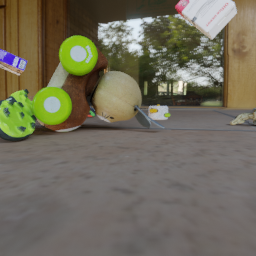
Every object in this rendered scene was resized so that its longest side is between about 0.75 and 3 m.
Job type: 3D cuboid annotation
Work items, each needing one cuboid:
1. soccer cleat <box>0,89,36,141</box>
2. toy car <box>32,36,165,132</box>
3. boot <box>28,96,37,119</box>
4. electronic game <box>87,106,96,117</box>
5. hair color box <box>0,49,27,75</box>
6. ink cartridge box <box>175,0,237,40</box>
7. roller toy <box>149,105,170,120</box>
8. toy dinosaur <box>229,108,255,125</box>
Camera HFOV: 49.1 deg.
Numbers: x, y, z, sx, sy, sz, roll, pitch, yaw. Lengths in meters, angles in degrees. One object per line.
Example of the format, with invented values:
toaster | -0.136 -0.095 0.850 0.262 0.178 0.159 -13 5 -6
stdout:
soccer cleat | -2.546 -0.162 5.966 1.052 0.876 2.595 -36 20 0
toy car | -0.573 -0.594 7.120 2.947 2.325 2.421 27 -2 -12
boot | -4.660 -0.877 13.541 2.186 1.050 2.990 -5 1 36
electronic game | -2.437 -0.972 14.120 1.757 0.366 1.757 17 -15 5
hair color box | -4.183 -2.287 9.474 1.311 0.425 0.717 20 -15 -31
ink cartridge box | 2.042 -3.110 7.368 1.285 0.930 0.542 51 17 26
roller toy | 1.345 -0.715 12.524 0.955 0.667 0.871 -1 5 -11
toy dinosaur | 4.414 -0.292 8.286 2.722 0.646 1.200 6 1 27
